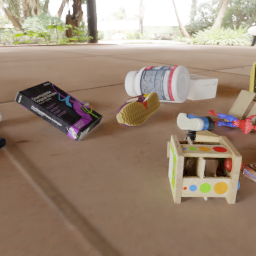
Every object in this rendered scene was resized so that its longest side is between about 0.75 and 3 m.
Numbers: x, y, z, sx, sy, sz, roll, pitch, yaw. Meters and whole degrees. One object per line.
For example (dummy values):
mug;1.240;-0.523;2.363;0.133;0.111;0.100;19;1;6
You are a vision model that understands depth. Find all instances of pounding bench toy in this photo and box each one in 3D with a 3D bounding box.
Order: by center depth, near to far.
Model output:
pounding bench toy;1.685;0.749;6.444;1.401;1.116;1.796;0;21;1

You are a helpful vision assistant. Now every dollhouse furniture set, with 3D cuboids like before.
dollhouse furniture set;4.912;-0.317;10.405;1.617;1.318;1.538;29;3;-35

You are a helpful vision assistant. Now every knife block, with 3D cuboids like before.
knife block;2.262;0.327;8.705;0.812;0.296;0.925;-11;24;-25

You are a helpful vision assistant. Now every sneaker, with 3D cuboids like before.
sneaker;2.369;-0.169;9.675;0.843;0.581;1.515;6;5;-21
sneaker;0.192;-0.646;10.566;1.124;0.935;2.495;-7;14;40

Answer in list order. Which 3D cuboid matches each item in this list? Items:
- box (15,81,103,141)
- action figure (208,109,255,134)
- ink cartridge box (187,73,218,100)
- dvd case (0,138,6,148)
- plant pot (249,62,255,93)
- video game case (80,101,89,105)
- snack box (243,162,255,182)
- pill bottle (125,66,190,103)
box;-2.279;-0.661;9.598;2.480;0.448;1.773;31;27;4
action figure;3.844;-0.257;9.816;0.922;0.608;1.863;-14;23;-34
ink cartridge box;2.963;-2.154;14.074;1.776;1.004;2.424;-10;23;-36
dvd case;-5.005;0.815;7.498;2.016;0.248;2.825;6;21;12
plant pot;6.516;-2.050;13.148;1.660;1.649;1.698;5;-3;11
video game case;-2.500;-1.070;12.614;1.082;0.126;0.984;17;26;36
snack box;4.122;1.004;6.909;2.449;0.298;0.880;-8;22;-19
pill bottle;1.299;-2.020;12.847;2.714;1.623;1.623;7;21;33
